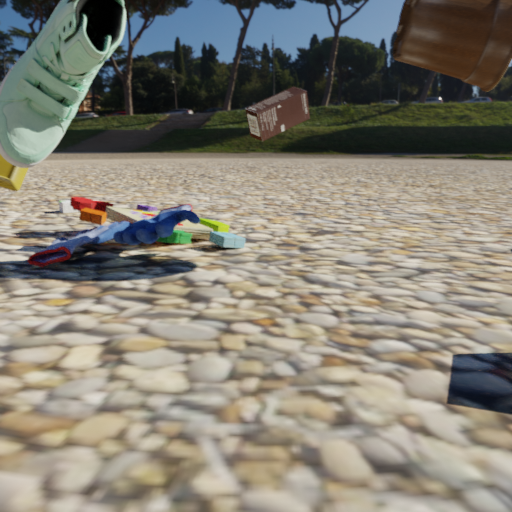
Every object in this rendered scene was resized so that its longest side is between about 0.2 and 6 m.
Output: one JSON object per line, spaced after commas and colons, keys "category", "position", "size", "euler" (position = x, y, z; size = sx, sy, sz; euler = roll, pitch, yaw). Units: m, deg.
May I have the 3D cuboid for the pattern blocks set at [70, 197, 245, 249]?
{"category": "pattern blocks set", "position": [-1.971, -0.644, 11.115], "size": [3.136, 0.289, 3.567], "euler": [5, 11, -30]}

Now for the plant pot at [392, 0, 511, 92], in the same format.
{"category": "plant pot", "position": [3.008, -3.467, 8.562], "size": [1.551, 1.567, 1.567], "euler": [12, 13, 1]}

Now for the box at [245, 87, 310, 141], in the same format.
{"category": "box", "position": [0.464, -2.979, 11.752], "size": [1.311, 0.657, 0.491], "euler": [-32, 41, -23]}

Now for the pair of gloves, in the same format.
{"category": "pair of gloves", "position": [-2.262, -0.377, 9.527], "size": [2.901, 0.330, 2.332], "euler": [-12, 13, 11]}

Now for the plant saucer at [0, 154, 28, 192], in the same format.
{"category": "plant saucer", "position": [-4.677, -1.717, 10.370], "size": [0.852, 0.852, 0.206], "euler": [17, -12, 1]}

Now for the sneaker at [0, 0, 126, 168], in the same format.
{"category": "sneaker", "position": [-3.224, -2.938, 9.050], "size": [1.215, 3.301, 1.947], "euler": [25, 0, -32]}

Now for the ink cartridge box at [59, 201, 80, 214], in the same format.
{"category": "ink cartridge box", "position": [-4.927, -1.342, 15.183], "size": [0.714, 0.300, 0.520], "euler": [-7, 14, -30]}
